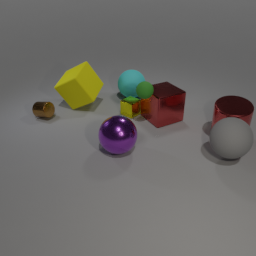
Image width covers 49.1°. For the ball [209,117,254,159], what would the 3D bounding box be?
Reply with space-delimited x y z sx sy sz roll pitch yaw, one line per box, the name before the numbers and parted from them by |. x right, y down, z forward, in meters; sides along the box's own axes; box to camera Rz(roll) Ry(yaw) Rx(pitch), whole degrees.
ball | 3.478 0.338 9.452 1.400 1.400 1.400 0 31 0

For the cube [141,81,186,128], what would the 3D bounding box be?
cube | 1.504 -1.052 12.233 1.400 1.400 1.400 -16 34 -25

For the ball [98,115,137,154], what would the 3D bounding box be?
ball | -0.361 0.245 10.045 1.400 1.400 1.400 0 31 0

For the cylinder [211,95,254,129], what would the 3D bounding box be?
cylinder | 3.980 -0.310 10.788 1.400 1.400 1.400 -3 39 3

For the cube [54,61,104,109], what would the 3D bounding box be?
cube | -2.246 -1.960 13.015 1.400 1.400 1.400 -16 36 33

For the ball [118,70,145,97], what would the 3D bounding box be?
ball | 0.181 -2.217 14.067 1.400 1.400 1.400 0 31 0

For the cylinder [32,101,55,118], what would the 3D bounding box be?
cylinder | -3.743 -0.822 12.433 0.700 0.700 0.700 4 29 29

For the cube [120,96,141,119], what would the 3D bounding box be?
cube | 0.132 -0.952 12.767 0.700 0.700 0.700 24 38 35

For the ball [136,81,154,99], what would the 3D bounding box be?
ball | 0.665 -1.501 11.113 0.700 0.700 0.700 0 31 0
